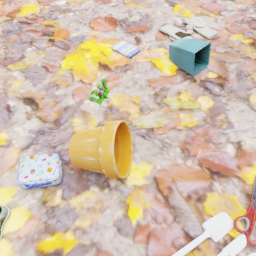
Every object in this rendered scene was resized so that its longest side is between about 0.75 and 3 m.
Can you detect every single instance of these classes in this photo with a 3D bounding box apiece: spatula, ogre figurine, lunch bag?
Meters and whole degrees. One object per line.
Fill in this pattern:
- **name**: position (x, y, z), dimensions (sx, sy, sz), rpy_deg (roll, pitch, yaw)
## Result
- **spatula**: position (2.377, 3.779, 7.923), dimensions (2.737, 0.220, 1.903), rpy_deg (-27, 61, -19)
- **ogre figurine**: position (-0.944, -1.180, 9.555), dimensions (0.452, 0.552, 0.921), rpy_deg (-11, 45, 35)
- **lunch bag**: position (-3.025, 1.497, 9.570), dimensions (1.505, 0.569, 1.206), rpy_deg (-7, 53, -7)

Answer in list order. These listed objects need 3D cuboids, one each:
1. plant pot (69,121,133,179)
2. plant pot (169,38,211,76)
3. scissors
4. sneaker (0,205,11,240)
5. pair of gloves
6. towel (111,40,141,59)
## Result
- **plant pot**: position (-0.940, 0.740, 9.519), dimensions (1.751, 1.912, 1.912), rpy_deg (-2, 48, 19)
- **plant pot**: position (2.844, -3.558, 13.408), dimensions (1.216, 1.217, 1.722), rpy_deg (-36, 51, -26)
- **scissors**: position (4.097, 2.557, 8.957), dimensions (0.923, 0.176, 2.523), rpy_deg (34, 50, 14)
- **sneaker**: position (-4.003, 2.883, 8.386), dimensions (0.500, 0.576, 1.300), rpy_deg (4, 50, 3)
- **pair of gloves**: position (3.367, -5.416, 15.419), dimensions (2.582, 0.453, 2.196), rpy_deg (-24, 54, -20)
- **towel**: position (-0.105, -4.077, 14.493), dimensions (1.315, 0.156, 0.966), rpy_deg (33, 55, 22)
